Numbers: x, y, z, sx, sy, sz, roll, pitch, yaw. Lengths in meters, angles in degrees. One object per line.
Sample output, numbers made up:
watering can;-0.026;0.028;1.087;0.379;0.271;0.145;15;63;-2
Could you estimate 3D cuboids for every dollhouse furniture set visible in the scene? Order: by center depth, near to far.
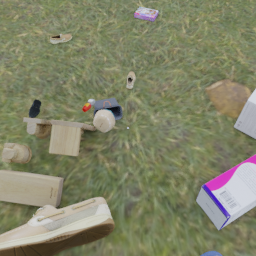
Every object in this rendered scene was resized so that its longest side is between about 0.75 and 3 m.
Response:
dollhouse furniture set;-2.141;0.846;7.632;2.012;1.724;2.116;7;88;5

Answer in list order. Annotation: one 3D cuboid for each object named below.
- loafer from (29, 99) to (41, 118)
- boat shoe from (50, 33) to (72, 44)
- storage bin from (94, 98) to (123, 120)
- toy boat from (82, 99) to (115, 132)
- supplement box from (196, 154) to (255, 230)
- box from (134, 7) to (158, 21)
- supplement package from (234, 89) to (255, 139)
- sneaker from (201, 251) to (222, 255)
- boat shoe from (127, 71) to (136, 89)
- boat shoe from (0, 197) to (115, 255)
loafer;-2.781;-0.506;8.314;0.303;0.301;0.832;29;31;-19
boat shoe;-2.623;-3.544;10.989;0.872;0.290;0.323;-22;56;-16
storage bin;-0.666;-0.619;8.643;0.869;0.632;0.583;-12;44;-9
toy boat;-0.792;-0.386;7.930;1.029;0.865;0.478;40;51;-4
supplement box;2.684;1.526;6.790;1.779;0.919;0.900;-25;56;-16
box;0.793;-4.925;12.097;0.900;0.176;0.616;18;55;13
supplement package;4.470;-0.206;7.873;2.276;1.247;1.295;32;59;21
sneaker;1.358;3.175;5.613;1.871;0.825;0.704;-34;59;-24
boat shoe;0.100;-1.693;9.617;0.288;0.259;0.798;7;53;6
boat shoe;-1.729;2.241;6.258;2.766;0.998;0.898;-12;48;-16
